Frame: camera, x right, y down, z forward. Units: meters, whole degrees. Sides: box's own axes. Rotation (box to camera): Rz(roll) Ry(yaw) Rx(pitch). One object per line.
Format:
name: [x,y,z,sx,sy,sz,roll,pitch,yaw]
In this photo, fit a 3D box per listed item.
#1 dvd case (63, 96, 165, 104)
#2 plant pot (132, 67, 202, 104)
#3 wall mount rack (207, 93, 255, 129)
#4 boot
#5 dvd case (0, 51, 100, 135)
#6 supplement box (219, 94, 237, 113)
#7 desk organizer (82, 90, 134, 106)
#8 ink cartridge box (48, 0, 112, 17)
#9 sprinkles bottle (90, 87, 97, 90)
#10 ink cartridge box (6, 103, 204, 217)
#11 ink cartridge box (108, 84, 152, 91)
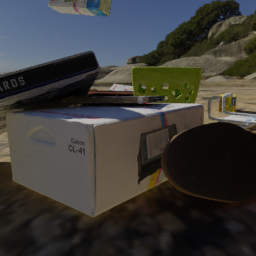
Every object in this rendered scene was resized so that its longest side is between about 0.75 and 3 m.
dvd case: [-0.177,-0.440,4.381,1.320,0.105,0.981,1,7,21]
plant pot: [1.068,-0.905,8.216,1.861,1.697,1.870,1,11,6]
wall mount rack: [3.808,-0.594,8.401,2.390,1.025,2.750,7,13,33]
boot: [1.309,0.438,3.731,2.520,0.927,0.951,-1,-9,-34]
dvd case: [-1.980,-0.221,4.204,2.906,0.359,2.184,-21,-2,-19]
supplement box: [4.319,-1.080,12.109,0.676,0.672,1.235,4,11,21]
desk organizer: [-0.756,-0.782,9.736,2.656,0.953,1.023,5,13,27]
ink cartridge box: [-1.428,-4.206,8.500,1.822,1.317,0.771,12,9,22]
sprinkles bottle: [-2.172,-1.114,11.301,1.005,1.005,2.945,4,11,22]
ink cartridge box: [-0.205,0.182,4.030,1.747,1.013,2.367,7,13,40]
ink cartridge box: [0.091,-1.343,12.246,1.816,0.769,1.312,7,21,6]
